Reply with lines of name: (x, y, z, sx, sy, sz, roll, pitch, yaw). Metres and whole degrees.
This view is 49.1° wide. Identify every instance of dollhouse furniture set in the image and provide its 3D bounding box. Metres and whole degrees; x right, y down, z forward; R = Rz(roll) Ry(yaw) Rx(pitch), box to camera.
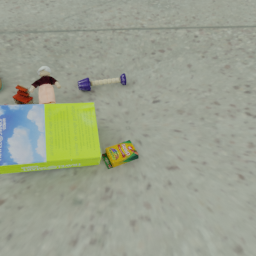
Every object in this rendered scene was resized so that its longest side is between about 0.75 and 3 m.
dollhouse furniture set: (-3.035, -0.470, 7.066, 1.310, 0.675, 1.296, 22, 49, 21)

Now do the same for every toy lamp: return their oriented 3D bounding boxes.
toy lamp: (-0.746, -1.309, 8.070, 1.383, 0.402, 0.402, -8, 47, -9)

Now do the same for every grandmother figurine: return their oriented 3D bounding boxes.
grandmother figurine: (-2.106, -1.037, 7.128, 0.792, 0.396, 1.306, -5, 62, -12)

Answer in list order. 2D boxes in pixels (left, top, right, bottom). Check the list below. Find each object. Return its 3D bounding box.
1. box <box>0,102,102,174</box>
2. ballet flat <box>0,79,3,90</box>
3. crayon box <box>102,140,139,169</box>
box: (-1.859, 0.179, 6.118, 2.391, 0.570, 1.458, -3, 62, -15)
ballet flat: (-4.266, -1.684, 8.059, 0.566, 0.603, 1.668, -42, 70, 1)
crayon box: (-0.195, 0.603, 6.413, 0.758, 0.193, 0.481, -19, 50, -16)
